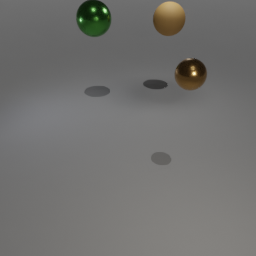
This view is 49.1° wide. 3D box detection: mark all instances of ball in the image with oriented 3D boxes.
[{"bbox_3d":[1.790,-4.736,12.193,1.400,1.400,1.400,0,29,0],"label":"ball"},{"bbox_3d":[-1.355,-4.345,11.131,1.400,1.400,1.400,0,29,0],"label":"ball"},{"bbox_3d":[1.372,-1.173,6.138,0.700,0.700,0.700,0,29,0],"label":"ball"}]
